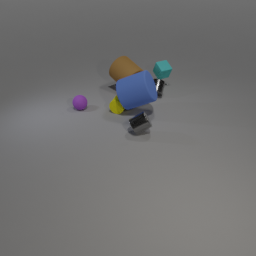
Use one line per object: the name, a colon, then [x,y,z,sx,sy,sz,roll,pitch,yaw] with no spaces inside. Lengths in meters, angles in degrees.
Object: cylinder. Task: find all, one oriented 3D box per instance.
cylinder: [0.396,-1.662,12.365,1.400,1.400,1.400,-16,23,23]
cylinder: [-0.424,-1.110,12.971,0.700,0.700,0.700,9,34,16]
cylinder: [0.501,-0.195,11.152,0.700,0.700,0.700,-30,28,11]
cylinder: [1.512,-2.093,14.489,0.700,0.700,0.700,14,-13,3]
cylinder: [-0.057,-2.883,14.924,1.400,1.400,1.400,-25,59,-37]

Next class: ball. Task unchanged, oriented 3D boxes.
ball: [-2.260,-1.204,13.184,0.700,0.700,0.700,0,30,0]

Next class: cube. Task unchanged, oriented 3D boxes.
cube: [1.895,-3.201,15.420,0.700,0.700,0.700,-17,63,-22]
